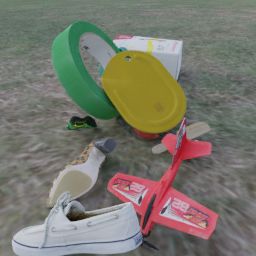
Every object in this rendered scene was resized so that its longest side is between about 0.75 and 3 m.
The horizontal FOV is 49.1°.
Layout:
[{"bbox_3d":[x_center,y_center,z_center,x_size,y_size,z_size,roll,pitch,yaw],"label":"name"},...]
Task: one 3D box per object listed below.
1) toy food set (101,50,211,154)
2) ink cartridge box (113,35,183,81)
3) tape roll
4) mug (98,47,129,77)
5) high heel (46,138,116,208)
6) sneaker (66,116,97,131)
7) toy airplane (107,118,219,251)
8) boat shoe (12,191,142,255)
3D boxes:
[{"bbox_3d":[0.479,-0.580,7.058,1.684,0.935,2.862,-29,74,-17],"label":"toy food set"},{"bbox_3d":[0.709,-2.762,10.873,2.658,1.109,1.929,9,32,10],"label":"ink cartridge box"},{"bbox_3d":[-0.802,-1.529,7.527,0.635,2.641,2.641,-26,18,29],"label":"tape roll"},{"bbox_3d":[-0.356,-1.913,9.359,1.088,1.324,0.819,-31,64,-7],"label":"mug"},{"bbox_3d":[-0.969,0.895,5.570,1.714,0.612,1.222,-45,7,-20],"label":"high heel"},{"bbox_3d":[-1.164,-0.097,7.079,0.889,0.379,0.347,4,57,-46],"label":"sneaker"},{"bbox_3d":[0.586,0.844,4.440,0.385,2.091,2.091,33,3,-43],"label":"toy airplane"},{"bbox_3d":[-0.773,1.227,3.749,1.867,0.796,0.690,-10,1,20],"label":"boat shoe"}]
